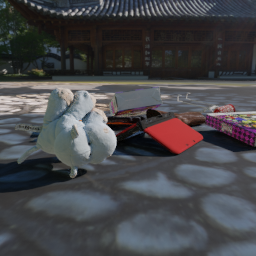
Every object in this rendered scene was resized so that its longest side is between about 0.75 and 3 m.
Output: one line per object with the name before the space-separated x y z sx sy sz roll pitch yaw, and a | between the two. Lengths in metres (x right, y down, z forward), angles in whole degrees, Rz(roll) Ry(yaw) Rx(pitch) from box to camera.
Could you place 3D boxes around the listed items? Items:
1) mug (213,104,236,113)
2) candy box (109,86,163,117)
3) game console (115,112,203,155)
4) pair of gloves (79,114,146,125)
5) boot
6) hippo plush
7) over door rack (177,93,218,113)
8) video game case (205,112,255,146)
mug | 3.751 -0.576 11.068 0.767 0.681 0.512 -11 52 -29
candy box | 0.195 -0.843 9.931 1.525 0.650 1.818 -10 -5 -11
game console | 0.795 0.279 7.425 1.619 1.115 1.878 -30 -8 35
pair of gloves | -0.527 -0.255 8.557 2.195 0.305 2.464 2 0 6
boot | 1.686 -0.384 9.650 1.681 0.540 1.567 -15 31 -42
hippo plush | -1.067 0.019 5.396 1.922 1.531 1.545 -6 13 -28
over door rack | 2.959 -0.926 11.895 1.624 0.541 1.200 29 24 23
video game case | 3.698 -0.045 8.020 2.038 0.403 2.249 -3 16 -16
